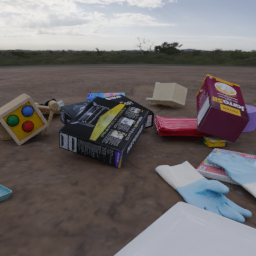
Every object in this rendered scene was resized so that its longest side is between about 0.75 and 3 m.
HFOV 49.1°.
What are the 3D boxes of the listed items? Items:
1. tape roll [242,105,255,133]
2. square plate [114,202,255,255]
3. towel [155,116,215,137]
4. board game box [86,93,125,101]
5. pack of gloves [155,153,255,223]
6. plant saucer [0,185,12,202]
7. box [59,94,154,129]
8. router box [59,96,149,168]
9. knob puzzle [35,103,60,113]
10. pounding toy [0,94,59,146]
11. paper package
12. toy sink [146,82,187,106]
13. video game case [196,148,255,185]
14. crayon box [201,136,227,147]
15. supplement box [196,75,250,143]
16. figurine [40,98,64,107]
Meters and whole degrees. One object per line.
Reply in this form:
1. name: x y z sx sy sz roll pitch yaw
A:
1. tape roll: 4.401 -0.478 11.889 1.960 0.833 1.960 0 17 0
2. square plate: 1.227 2.064 4.262 2.282 0.328 2.303 14 22 37
3. towel: 2.148 -0.124 11.091 2.092 0.325 2.893 2 12 1
4. board game box: -1.275 -1.705 16.553 2.206 0.496 1.678 -1 17 -4
5. pack of gloves: 2.285 1.128 6.626 2.371 0.557 2.822 -12 21 -16
6. plant saucer: -3.670 1.408 6.707 2.113 0.200 0.739 11 20 35
7. box: -0.847 -0.439 11.068 2.993 0.651 2.397 -15 32 -30
8. router box: -0.662 -0.002 8.929 2.005 0.666 2.551 17 35 14
9. knob puzzle: -4.101 -0.976 13.122 2.282 0.316 2.282 2 -4 0
10. pounding toy: -3.313 -0.321 10.072 2.048 1.800 0.937 -38 31 -19
11. paper package: -4.396 -0.214 10.970 1.557 0.845 1.633 -11 21 -32
12. toy sink: 2.115 -1.898 15.426 1.207 1.037 1.851 13 -3 -43
13. video game case: 2.868 1.050 7.931 1.354 0.165 1.894 10 19 30
14. crayon box: 2.960 0.461 9.702 0.556 0.228 0.884 -1 12 -7
15. supplement box: 3.276 -0.763 9.980 1.358 1.054 2.461 18 37 -1
16. figurine: -4.110 -1.126 14.833 1.154 0.497 1.126 16 31 41
